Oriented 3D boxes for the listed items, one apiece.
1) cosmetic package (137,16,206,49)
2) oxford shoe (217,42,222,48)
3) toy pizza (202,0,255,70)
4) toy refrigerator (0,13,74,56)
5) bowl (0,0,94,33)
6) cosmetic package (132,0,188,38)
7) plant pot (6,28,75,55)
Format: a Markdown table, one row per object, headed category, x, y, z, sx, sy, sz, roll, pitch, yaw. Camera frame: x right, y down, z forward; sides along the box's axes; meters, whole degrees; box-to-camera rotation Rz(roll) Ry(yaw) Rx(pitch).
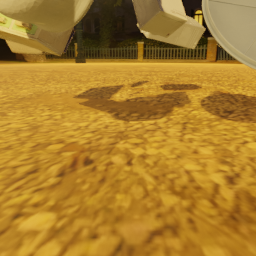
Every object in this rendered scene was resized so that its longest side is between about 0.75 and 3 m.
| category | x | y | z | sx | sy | sz | roll | pitch | yaw |
| --- | --- | --- | --- | --- | --- | --- | --- | --- | --- |
| cosmetic package | 1.598 | -3.799 | 10.547 | 2.225 | 1.003 | 1.189 | 5 | 39 | -31 |
| oxford shoe | 3.351 | -2.811 | 9.290 | 0.491 | 0.470 | 1.329 | 0 | 8 | -1 |
| toy pizza | 2.869 | -2.224 | 5.674 | 2.884 | 2.884 | 0.457 | -2 | -20 | -6 |
| toy refrigerator | -2.182 | -2.197 | 5.684 | 2.180 | 0.828 | 0.763 | 23 | 0 | 29 |
| bowl | -1.478 | -2.427 | 3.284 | 1.156 | 2.572 | 2.572 | -23 | 27 | -40 |
| cosmetic package | 0.584 | -2.935 | 6.142 | 0.891 | 1.656 | 0.703 | -2 | -19 | -41 |
| plant pot | -2.877 | -3.301 | 8.519 | 1.677 | 1.892 | 1.894 | -11 | 37 | 11 |
